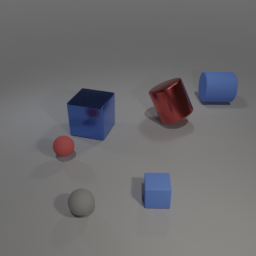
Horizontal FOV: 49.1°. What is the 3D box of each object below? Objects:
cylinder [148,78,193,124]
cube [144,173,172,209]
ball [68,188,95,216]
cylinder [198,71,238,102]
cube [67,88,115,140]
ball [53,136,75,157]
[{"bbox_3d":[1.722,-1.093,11.235,1.400,1.400,1.400,-24,16,7],"label":"cylinder"},{"bbox_3d":[0.806,1.720,7.734,0.700,0.700,0.700,0,31,3],"label":"cube"},{"bbox_3d":[-1.219,1.938,7.335,0.700,0.700,0.700,0,31,0],"label":"ball"},{"bbox_3d":[4.167,-1.921,13.096,1.400,1.400,1.400,1,31,-2],"label":"cylinder"},{"bbox_3d":[-1.371,-0.558,10.818,1.400,1.400,1.400,10,34,13],"label":"cube"},{"bbox_3d":[-2.116,0.598,9.224,0.700,0.700,0.700,0,31,0],"label":"ball"}]
